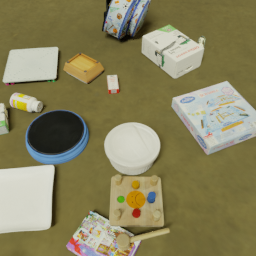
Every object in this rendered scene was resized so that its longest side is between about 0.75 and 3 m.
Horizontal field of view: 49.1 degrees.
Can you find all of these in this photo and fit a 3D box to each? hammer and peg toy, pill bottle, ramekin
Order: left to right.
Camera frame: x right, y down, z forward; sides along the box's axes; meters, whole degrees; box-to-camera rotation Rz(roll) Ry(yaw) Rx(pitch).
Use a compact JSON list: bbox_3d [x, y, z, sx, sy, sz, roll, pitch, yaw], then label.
[{"bbox_3d":[-4.358,-1.057,12.060,1.276,0.665,0.665,16,53,13],"label":"pill bottle"},{"bbox_3d":[0.163,0.826,10.362,2.006,0.934,2.006,0,51,1],"label":"ramekin"},{"bbox_3d":[0.312,2.656,8.941,1.792,0.859,2.436,0,51,-1],"label":"hammer and peg toy"}]

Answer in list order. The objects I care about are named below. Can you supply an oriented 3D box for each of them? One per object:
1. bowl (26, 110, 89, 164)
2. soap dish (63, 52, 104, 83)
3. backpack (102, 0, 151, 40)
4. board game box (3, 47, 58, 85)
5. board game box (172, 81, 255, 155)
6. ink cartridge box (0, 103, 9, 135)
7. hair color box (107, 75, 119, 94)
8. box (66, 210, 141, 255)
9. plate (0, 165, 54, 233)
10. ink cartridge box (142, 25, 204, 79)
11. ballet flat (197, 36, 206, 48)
[{"bbox_3d":[-2.816,0.269,11.105,2.482,0.487,2.482,0,51,0],"label":"bowl"},{"bbox_3d":[-2.163,-2.949,13.594,1.605,0.652,1.263,31,57,23],"label":"soap dish"},{"bbox_3d":[-0.161,-6.136,15.054,2.230,2.895,2.758,30,60,7],"label":"backpack"},{"bbox_3d":[-4.739,-3.097,13.929,2.461,0.318,2.461,-5,52,-4],"label":"board game box"},{"bbox_3d":[3.741,-0.537,11.664,2.837,0.584,2.830,-18,53,-15],"label":"board game box"},{"bbox_3d":[-5.481,-0.315,11.536,0.936,0.539,1.283,-14,52,-11],"label":"ink cartridge box"},{"bbox_3d":[-0.704,-2.043,13.089,0.497,0.300,0.979,-5,52,-3],"label":"hair color box"},{"bbox_3d":[-0.721,3.537,8.532,1.898,0.371,1.299,24,55,18],"label":"box"},{"bbox_3d":[-3.699,2.399,9.377,2.387,0.387,2.392,-5,49,-5],"label":"plate"},{"bbox_3d":[2.216,-3.875,14.057,1.888,1.090,2.584,-31,57,-22],"label":"ink cartridge box"},{"bbox_3d":[3.841,-4.391,14.871,0.532,0.532,1.433,11,52,9],"label":"ballet flat"}]
